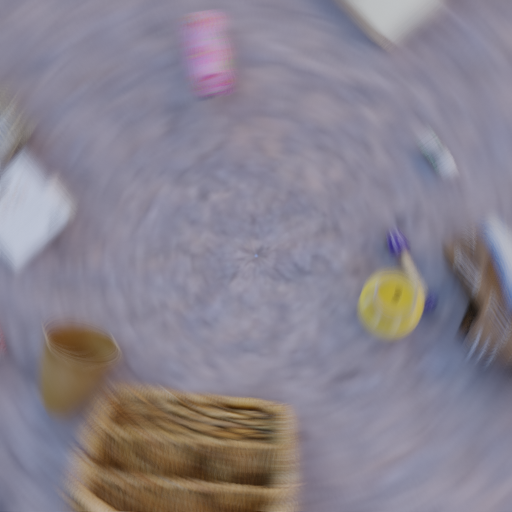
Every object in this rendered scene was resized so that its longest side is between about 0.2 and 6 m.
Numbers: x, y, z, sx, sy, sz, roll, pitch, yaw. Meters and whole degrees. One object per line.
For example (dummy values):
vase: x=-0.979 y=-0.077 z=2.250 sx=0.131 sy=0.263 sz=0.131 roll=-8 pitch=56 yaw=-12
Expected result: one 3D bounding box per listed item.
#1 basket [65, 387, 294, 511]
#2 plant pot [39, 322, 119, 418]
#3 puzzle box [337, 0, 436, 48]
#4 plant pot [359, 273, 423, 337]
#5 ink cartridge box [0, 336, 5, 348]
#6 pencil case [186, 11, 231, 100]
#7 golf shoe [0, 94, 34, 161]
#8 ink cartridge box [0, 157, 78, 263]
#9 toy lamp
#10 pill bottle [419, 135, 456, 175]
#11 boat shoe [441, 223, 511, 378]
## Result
basket: x=-0.992 y=3.163 z=7.706 sx=2.948 sy=2.104 sz=2.196 roll=8 pitch=89 yaw=0
plant pot: x=-2.771 y=1.765 z=8.352 sx=1.096 sy=1.096 sz=1.176 roll=24 pitch=103 yaw=1
puzzle box: x=2.480 y=-5.085 z=8.821 sx=3.132 sy=0.398 sz=2.083 roll=-41 pitch=88 yaw=-1
plant pot: x=2.012 y=0.663 z=8.236 sx=0.952 sy=0.895 sz=0.952 roll=-2 pitch=75 yaw=6
ink cartridge box: x=-4.629 y=1.222 z=8.337 sx=1.318 sy=0.967 sz=0.546 roll=26 pitch=89 yaw=2
pencil case: x=-0.725 y=-3.056 z=8.508 sx=0.579 sy=0.579 sz=1.323 roll=-11 pitch=69 yaw=0
golf shoe: x=-4.833 y=-2.510 z=8.437 sx=1.402 sy=1.129 sz=2.885 roll=-39 pitch=88 yaw=5
ink cartridge box: x=-3.539 y=-0.691 z=8.508 sx=1.279 sy=0.278 sz=1.110 roll=-37 pitch=95 yaw=17
toy lamp: x=2.388 y=0.219 z=8.689 sx=0.367 sy=0.367 sz=1.261 roll=-25 pitch=91 yaw=-1
pill bottle: x=2.837 y=-1.572 z=8.750 sx=0.322 sy=0.322 sz=0.569 roll=-37 pitch=88 yaw=-1
boat shoe: x=3.581 y=1.035 z=8.394 sx=1.056 sy=1.054 sz=2.919 roll=-17 pitch=78 yaw=4
